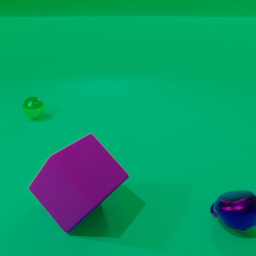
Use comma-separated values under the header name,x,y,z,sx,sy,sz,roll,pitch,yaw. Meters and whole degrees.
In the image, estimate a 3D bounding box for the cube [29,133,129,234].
name,x,y,z,sx,sy,sz,roll,pitch,yaw
cube,-0.855,0.943,4.903,1.059,1.059,1.059,47,37,7

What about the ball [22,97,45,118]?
name,x,y,z,sx,sy,sz,roll,pitch,yaw
ball,-3.142,-0.685,9.347,0.726,0.726,0.726,0,24,0

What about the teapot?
name,x,y,z,sx,sy,sz,roll,pitch,yaw
teapot,1.919,1.426,4.734,0.784,0.617,1.261,-14,1,-38
